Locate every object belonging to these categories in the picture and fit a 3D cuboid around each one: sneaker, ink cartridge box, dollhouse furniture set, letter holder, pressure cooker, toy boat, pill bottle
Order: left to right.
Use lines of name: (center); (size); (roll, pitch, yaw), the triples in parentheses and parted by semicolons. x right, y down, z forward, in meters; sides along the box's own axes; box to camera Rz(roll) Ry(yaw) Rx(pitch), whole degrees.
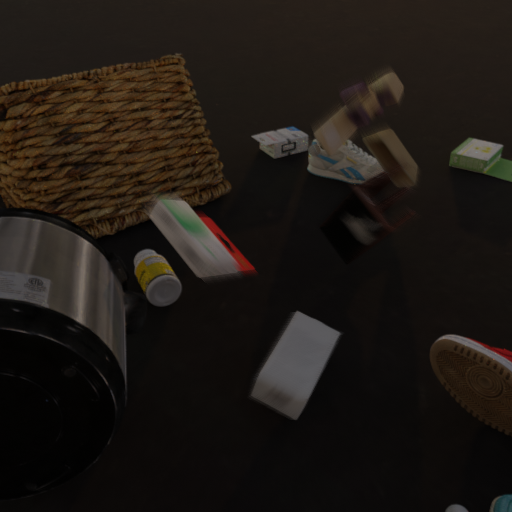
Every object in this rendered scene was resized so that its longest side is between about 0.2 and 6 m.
pressure cooker: (-2.559, 0.812, 6.020); (2.436, 2.398, 2.727); (-35, 33, 7)
pill bottle: (-1.554, 0.305, 8.623); (0.540, 0.540, 0.971); (-15, 36, -21)
ink cartridge box: (-0.611, -0.247, 7.378); (1.091, 0.339, 1.355); (49, 26, 19)
ink cartridge box: (0.551, -2.660, 13.230); (1.190, 0.404, 0.690); (-18, 37, -25)
sneaker: (2.024, -2.030, 11.964); (1.874, 0.757, 0.717); (11, 33, 15)
dollhouse furniture set: (2.130, -1.848, 10.229); (1.561, 2.199, 1.743); (-45, 18, -14)
letter holder: (1.856, -0.663, 8.677); (1.105, 1.555, 0.782); (-31, 81, -21)
ink cartridge box: (5.297, -2.145, 12.510); (1.577, 0.378, 1.148); (22, 39, 32)
toy boat: (2.283, 2.583, 5.189); (1.088, 0.505, 0.914); (5, 34, 7)
sneaker: (3.465, 1.450, 6.513); (2.623, 0.934, 1.475); (30, 47, 26)

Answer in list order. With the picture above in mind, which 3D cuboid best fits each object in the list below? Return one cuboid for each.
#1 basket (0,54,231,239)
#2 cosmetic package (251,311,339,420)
basket: (-3.105, -1.895, 11.302); (4.024, 2.998, 2.872); (-24, 8, -32)
cosmetic package: (0.507, 1.333, 6.986); (0.638, 0.448, 1.257); (27, 41, 11)
